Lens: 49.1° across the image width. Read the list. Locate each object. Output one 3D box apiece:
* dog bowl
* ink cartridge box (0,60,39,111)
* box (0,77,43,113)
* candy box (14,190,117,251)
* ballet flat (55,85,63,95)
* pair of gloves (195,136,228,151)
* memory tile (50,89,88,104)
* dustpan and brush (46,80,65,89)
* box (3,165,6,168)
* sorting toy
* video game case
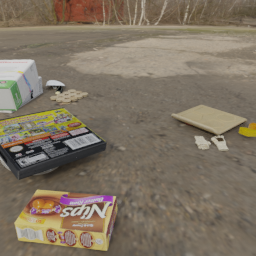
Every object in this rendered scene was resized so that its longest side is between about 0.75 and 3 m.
[{"bbox_3d":[-2.657,0.571,7.872,1.965,0.576,1.965,10,28,-6],"label":"dog bowl"},{"bbox_3d":[-2.403,-0.869,5.491,0.880,0.510,1.215,1,36,6],"label":"ink cartridge box"},{"bbox_3d":[-5.184,-1.602,12.547,1.612,0.831,2.764,5,26,10],"label":"box"},{"bbox_3d":[-1.184,1.820,5.668,1.790,0.505,1.044,2,26,9],"label":"candy box"},{"bbox_3d":[-3.400,-1.842,13.725,0.315,0.269,0.947,-2,25,-3],"label":"ballet flat"},{"bbox_3d":[2.648,0.450,8.972,0.981,0.172,0.834,2,26,7],"label":"pair of gloves"},{"bbox_3d":[-2.728,-1.476,13.116,1.202,0.132,1.568,16,29,30],"label":"memory tile"},{"bbox_3d":[-3.935,-2.305,14.713,0.923,0.379,1.323,-3,30,-29],"label":"dustpan and brush"},{"bbox_3d":[-2.952,0.939,7.801,0.922,0.277,0.538,10,27,19],"label":"box"},{"bbox_3d":[3.293,-0.154,10.097,2.161,0.388,2.900,-16,29,-39],"label":"sorting toy"},{"bbox_3d":[-2.269,0.257,7.663,2.547,0.325,2.302,-17,40,-41],"label":"video game case"}]
